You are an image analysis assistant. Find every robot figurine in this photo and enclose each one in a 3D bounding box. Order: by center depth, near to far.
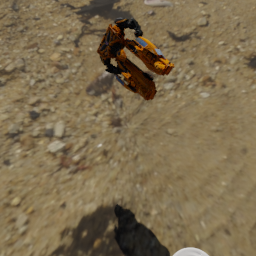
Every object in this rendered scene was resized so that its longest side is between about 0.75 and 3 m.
[{"bbox_3d":[0.050,-1.678,6.653,2.041,1.480,0.594,44,33,19],"label":"robot figurine"}]

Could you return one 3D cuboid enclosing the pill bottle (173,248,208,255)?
[{"bbox_3d":[0.799,1.856,3.303,0.536,0.955,0.536,-11,44,10],"label":"pill bottle"}]
